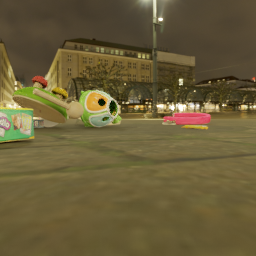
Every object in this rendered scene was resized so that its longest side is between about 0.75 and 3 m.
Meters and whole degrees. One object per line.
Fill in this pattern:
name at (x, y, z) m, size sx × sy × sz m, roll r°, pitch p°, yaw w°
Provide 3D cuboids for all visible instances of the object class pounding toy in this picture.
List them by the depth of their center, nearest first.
pounding toy at (-2.734, -1.136, 9.783) m, size 1.998 × 1.201 × 2.589 m, roll 33°, pitch -21°, yaw -36°

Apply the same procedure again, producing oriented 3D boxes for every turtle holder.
turtle holder at (-1.066, -0.604, 10.934) m, size 1.346 × 1.896 × 1.440 m, roll 0°, pitch 41°, yaw 27°

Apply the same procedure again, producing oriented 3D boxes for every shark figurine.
shark figurine at (-2.874, -0.803, 15.425) m, size 2.241 × 1.339 × 0.935 m, roll 4°, pitch -6°, yaw 44°

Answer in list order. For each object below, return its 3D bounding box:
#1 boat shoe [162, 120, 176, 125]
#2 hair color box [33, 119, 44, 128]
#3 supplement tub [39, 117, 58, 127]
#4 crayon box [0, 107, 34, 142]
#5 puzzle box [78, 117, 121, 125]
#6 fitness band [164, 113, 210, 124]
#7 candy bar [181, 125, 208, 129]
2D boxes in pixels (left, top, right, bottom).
boat shoe at (2.172, -0.297, 14.825) m, size 0.780 × 0.232 × 0.280 m, roll -1°, pitch 2°, yaw -16°
hair color box at (-3.828, -0.169, 10.704) m, size 1.060 × 0.321 × 0.530 m, roll 0°, pitch 2°, yaw 3°
supplement tub at (-3.304, -0.692, 11.527) m, size 0.855 × 0.855 × 1.218 m, roll -1°, pitch 39°, yaw -31°
crayon box at (-2.867, -0.051, 4.395) m, size 1.802 × 0.609 × 2.088 m, roll 2°, pitch 3°, yaw 18°
puzzle box at (-1.534, -0.501, 14.421) m, size 1.598 × 0.305 × 2.403 m, roll 15°, pitch 7°, yaw 19°
fitness band at (3.341, -0.552, 15.937) m, size 2.604 × 0.487 × 1.870 m, roll -1°, pitch 8°, yaw 4°
candy bar at (2.307, -0.029, 9.711) m, size 0.278 × 0.124 × 1.117 m, roll -2°, pitch 3°, yaw -29°
